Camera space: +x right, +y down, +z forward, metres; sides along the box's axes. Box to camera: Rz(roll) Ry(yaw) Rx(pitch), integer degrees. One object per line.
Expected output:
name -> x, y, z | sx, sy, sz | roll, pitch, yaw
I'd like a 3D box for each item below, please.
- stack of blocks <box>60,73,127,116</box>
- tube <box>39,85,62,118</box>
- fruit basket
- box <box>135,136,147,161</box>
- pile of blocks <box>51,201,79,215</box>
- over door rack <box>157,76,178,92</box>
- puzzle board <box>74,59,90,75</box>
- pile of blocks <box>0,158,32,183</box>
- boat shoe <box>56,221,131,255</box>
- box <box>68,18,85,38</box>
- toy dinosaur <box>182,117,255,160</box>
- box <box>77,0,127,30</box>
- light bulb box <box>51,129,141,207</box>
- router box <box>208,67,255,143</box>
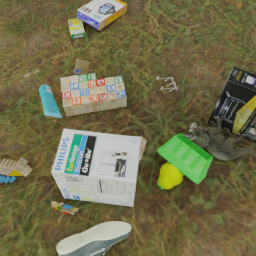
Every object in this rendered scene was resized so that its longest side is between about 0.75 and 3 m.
stack of blocks -> -1.491, -1.549, 12.168 | 2.654, 0.777, 1.528 | -9, 62, -5
tube -> -2.732, -0.905, 9.678 | 0.618, 0.402, 1.595 | 5, 38, -33
fruit basket -> 1.903, 1.425, 10.429 | 2.042, 1.473, 2.042 | 3, 96, 28
box -> 0.368, 0.764, 10.496 | 0.328, 0.400, 0.843 | -4, 58, 43
pile of blocks -> -2.276, 2.875, 9.925 | 0.995, 0.408, 0.309 | 12, 62, 6
over door rack -> 1.741, -1.981, 12.645 | 0.907, 0.302, 0.670 | -3, 59, -26
puzzle board -> -2.085, -2.745, 12.682 | 0.073, 0.842, 0.634 | 21, 103, 30
pile of blocks -> -4.864, 1.571, 10.584 | 2.462, 1.011, 0.765 | 5, 18, -7
boat shoe -> -1.054, 3.842, 9.335 | 2.509, 0.914, 0.775 | -14, 105, -15
box -> -2.670, -5.224, 14.503 | 0.738, 0.304, 1.257 | -11, 63, -6
toy dinosaur -> 3.549, 0.570, 10.970 | 2.955, 1.137, 1.511 | 34, 78, -6
box -> -1.425, -6.073, 14.681 | 1.542, 0.537, 2.590 | 34, 60, 17
light bulb box -> -0.945, 1.430, 9.499 | 2.553, 2.530, 1.593 | 7, 58, 2
router box -> 4.491, -0.736, 10.527 | 2.241, 2.850, 0.744 | 25, 63, 13
